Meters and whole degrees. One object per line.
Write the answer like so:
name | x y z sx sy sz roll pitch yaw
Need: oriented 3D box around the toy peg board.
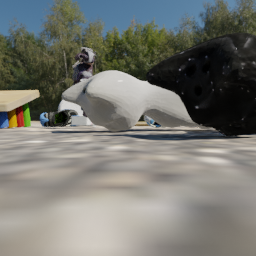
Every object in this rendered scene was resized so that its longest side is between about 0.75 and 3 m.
toy peg board | -3.255 -0.299 6.597 1.851 0.906 1.844 -1 16 3

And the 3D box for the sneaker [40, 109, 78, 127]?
sneaker | -2.337 -0.327 10.062 0.756 0.647 1.825 2 8 24

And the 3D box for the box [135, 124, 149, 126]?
box | 0.648 -0.147 13.452 1.211 0.129 0.990 0 1 25

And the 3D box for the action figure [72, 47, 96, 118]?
action figure | -1.058 -1.138 6.757 0.772 1.448 2.225 0 32 -23

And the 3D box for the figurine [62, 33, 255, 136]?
figurine | 0.951 -0.478 3.586 2.903 1.281 2.975 -6 3 -37

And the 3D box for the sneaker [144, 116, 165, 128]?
sneaker | 0.853 -0.145 7.621 1.115 0.401 0.404 12 33 -50

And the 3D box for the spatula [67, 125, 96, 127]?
spatula | -1.579 -0.107 10.272 1.144 0.092 0.796 5 8 18

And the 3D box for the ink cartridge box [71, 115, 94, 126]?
ink cartridge box | -1.518 -0.272 9.775 0.598 0.350 0.827 0 2 17

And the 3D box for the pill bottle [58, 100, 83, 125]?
pill bottle | -2.425 -0.762 12.826 1.374 1.374 2.636 0 1 -6
